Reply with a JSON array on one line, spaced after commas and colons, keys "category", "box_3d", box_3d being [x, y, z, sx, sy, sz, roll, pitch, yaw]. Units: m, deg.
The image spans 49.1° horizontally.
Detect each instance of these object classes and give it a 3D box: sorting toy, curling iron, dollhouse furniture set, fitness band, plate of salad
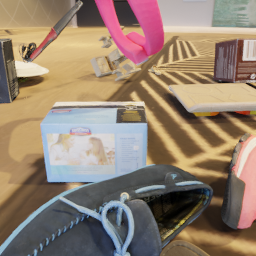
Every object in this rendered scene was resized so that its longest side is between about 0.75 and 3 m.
[{"category": "sorting toy", "box_3d": [2.826, -0.889, 8.588, 2.683, 0.529, 2.899, -2, 19, -4]}, {"category": "curling iron", "box_3d": [-2.335, -2.923, 8.444, 2.529, 0.627, 0.323, -41, -2, 6]}, {"category": "dollhouse furniture set", "box_3d": [-0.414, -2.971, 11.778, 2.004, 1.841, 1.304, -19, 5, 46]}, {"category": "fitness band", "box_3d": [-0.149, -2.379, 5.259, 0.553, 2.121, 2.953, -26, 30, -4]}, {"category": "plate of salad", "box_3d": [-4.724, -2.209, 11.259, 2.981, 0.716, 2.981, 5, 20, -2]}]

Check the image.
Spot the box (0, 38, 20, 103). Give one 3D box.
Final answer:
[{"category": "box", "box_3d": [-4.652, -1.819, 8.873, 1.916, 1.884, 1.188, -2, 24, -7]}]

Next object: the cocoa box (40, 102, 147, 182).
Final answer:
[{"category": "cocoa box", "box_3d": [-0.539, 0.216, 5.088, 1.738, 1.159, 1.140, 0, 24, 0]}]

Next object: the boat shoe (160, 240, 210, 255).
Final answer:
[{"category": "boat shoe", "box_3d": [0.944, 1.767, 2.232, 0.695, 0.657, 1.933, -48, 39, 2]}]

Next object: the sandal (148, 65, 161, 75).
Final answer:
[{"category": "sandal", "box_3d": [1.265, -2.732, 12.916, 0.380, 0.341, 1.037, -8, 25, -18]}]

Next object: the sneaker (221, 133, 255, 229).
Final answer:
[{"category": "sneaker", "box_3d": [2.451, 0.616, 4.271, 1.301, 1.105, 3.000, 20, 30, 36]}]

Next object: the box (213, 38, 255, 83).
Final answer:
[{"category": "box", "box_3d": [4.311, -2.510, 10.534, 1.517, 1.501, 1.828, -2, 12, -6]}]

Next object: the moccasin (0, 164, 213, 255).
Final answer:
[{"category": "moccasin", "box_3d": [-0.033, 1.043, 3.105, 1.002, 1.182, 2.937, 5, 22, 42]}]
